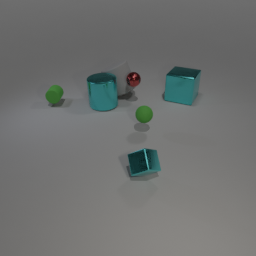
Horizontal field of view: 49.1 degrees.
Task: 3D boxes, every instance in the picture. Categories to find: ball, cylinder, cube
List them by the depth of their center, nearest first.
[{"bbox_3d":[0.511,1.089,8.804,0.700,0.700,0.700,-24,-22,34],"label":"cube"},{"bbox_3d":[0.639,-0.540,11.066,0.700,0.700,0.700,0,31,0],"label":"ball"},{"bbox_3d":[0.258,-2.283,13.173,0.700,0.700,0.700,0,31,0],"label":"ball"},{"bbox_3d":[-1.193,-1.733,13.276,1.400,1.400,1.400,-2,31,1],"label":"cylinder"},{"bbox_3d":[-3.511,-1.620,13.400,0.700,0.700,0.700,1,30,2],"label":"cylinder"},{"bbox_3d":[2.738,-2.141,14.024,1.400,1.400,1.400,14,33,22],"label":"cube"},{"bbox_3d":[-0.453,-2.520,14.247,1.400,1.400,1.400,-22,21,9],"label":"cylinder"}]
